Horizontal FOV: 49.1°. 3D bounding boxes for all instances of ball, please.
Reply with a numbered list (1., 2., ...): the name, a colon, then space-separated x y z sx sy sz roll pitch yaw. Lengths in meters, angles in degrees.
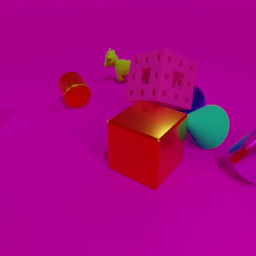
1. ball: 1.690 -0.739 8.209 1.149 1.149 1.149 0 32 0

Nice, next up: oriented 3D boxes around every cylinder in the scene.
1. cylinder: 2.857 0.521 5.953 0.998 0.998 0.998 23 39 -20
2. cylinder: -1.767 -1.258 9.179 0.890 0.890 0.890 -13 43 -21

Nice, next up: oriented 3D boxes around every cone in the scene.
1. cone: 1.637 -0.127 6.838 1.159 1.154 1.154 13 19 -39

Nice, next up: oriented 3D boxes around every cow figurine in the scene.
1. cow figurine: -0.247 -2.421 10.668 1.282 1.261 0.703 -3 36 20

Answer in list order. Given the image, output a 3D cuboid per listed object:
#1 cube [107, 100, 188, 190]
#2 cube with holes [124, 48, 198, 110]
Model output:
1. cube: 0.436 0.317 6.335 1.303 1.303 1.303 21 37 30
2. cube with holes: 0.850 -1.197 7.284 1.236 1.236 1.236 9 -2 -40
